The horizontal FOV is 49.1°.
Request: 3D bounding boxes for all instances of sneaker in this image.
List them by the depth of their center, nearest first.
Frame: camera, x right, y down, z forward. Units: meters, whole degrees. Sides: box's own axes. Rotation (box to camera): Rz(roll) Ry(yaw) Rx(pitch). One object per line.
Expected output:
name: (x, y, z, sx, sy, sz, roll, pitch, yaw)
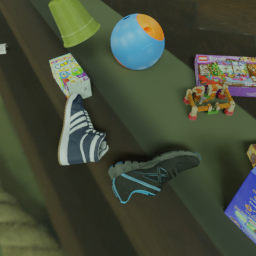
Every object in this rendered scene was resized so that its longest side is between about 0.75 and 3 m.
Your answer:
sneaker: (0.830, 1.349, 7.899, 2.648, 0.969, 1.084, -13, 70, -5)
sneaker: (-1.291, -0.022, 8.845, 1.399, 0.904, 2.579, -1, 58, 5)

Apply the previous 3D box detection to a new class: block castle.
block castle: (2.776, -0.857, 9.682, 1.563, 0.733, 1.044, -8, 57, -3)

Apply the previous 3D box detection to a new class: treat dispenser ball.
treat dispenser ball: (0.370, -3.287, 10.789, 2.072, 2.072, 2.072, 0, 51, 0)

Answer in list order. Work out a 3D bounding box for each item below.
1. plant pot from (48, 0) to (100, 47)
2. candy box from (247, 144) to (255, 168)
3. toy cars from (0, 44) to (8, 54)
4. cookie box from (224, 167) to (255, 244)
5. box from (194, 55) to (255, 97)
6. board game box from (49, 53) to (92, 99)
plant pot: (-1.737, -3.406, 8.599, 1.344, 1.276, 1.344, -21, 35, 15)
candy box: (4.309, 1.253, 8.108, 1.027, 0.497, 1.760, -6, 50, -4)
toy cars: (-5.571, -3.238, 11.866, 0.590, 0.291, 1.317, 23, 55, 17)
cookie box: (3.467, 1.977, 6.378, 0.846, 2.250, 1.925, -31, 57, -23)
box: (3.922, -2.021, 10.729, 2.605, 0.509, 1.783, 3, 51, 3)
board game box: (-2.133, -1.856, 10.368, 0.867, 0.882, 1.682, -25, 55, -19)
